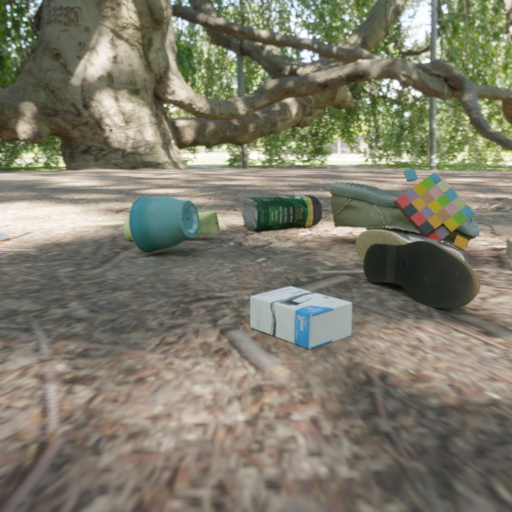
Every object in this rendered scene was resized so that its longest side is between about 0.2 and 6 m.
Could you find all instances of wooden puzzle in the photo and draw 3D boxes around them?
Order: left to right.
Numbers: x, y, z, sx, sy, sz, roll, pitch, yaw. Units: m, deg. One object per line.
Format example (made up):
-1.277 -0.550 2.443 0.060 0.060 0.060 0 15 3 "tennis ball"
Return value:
3.145 -0.833 9.858 1.038 1.750 0.123 -35 -14 -17 "wooden puzzle"

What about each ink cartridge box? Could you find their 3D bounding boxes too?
0.491 0.675 6.349 0.699 0.407 0.967 -10 15 -41 "ink cartridge box"

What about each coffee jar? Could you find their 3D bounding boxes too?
0.683 -1.106 14.262 1.922 0.820 1.002 -6 11 -23 "coffee jar"

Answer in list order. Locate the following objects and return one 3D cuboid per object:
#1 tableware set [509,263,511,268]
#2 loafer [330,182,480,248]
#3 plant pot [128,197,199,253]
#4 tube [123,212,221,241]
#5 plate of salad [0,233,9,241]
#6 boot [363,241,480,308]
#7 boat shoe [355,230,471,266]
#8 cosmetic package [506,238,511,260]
5.083 0.295 8.633 2.096 0.291 2.509 5 13 22 "tableware set"
2.926 -0.686 11.505 3.274 1.140 1.231 22 19 39 "loafer"
-1.689 -0.642 10.691 1.026 1.092 1.092 -5 8 24 "plant pot"
-1.851 -0.664 12.432 2.082 0.541 0.604 -4 8 3 "tube"
-6.148 -0.451 12.242 1.385 0.333 1.385 -1 12 0 "plate of salad"
2.467 0.217 7.909 0.859 0.838 2.277 7 6 -20 "boot"
2.571 -0.013 9.272 1.945 0.699 0.630 13 11 42 "boat shoe"
4.941 -0.133 10.599 0.297 0.352 0.680 1 10 14 "cosmetic package"
